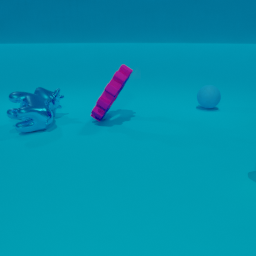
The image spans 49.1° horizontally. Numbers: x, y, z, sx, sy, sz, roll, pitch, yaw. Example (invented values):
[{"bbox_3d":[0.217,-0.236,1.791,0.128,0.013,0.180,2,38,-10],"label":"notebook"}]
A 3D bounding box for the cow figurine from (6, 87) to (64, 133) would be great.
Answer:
[{"bbox_3d":[-2.332,-0.522,7.546,1.669,0.931,1.696,-3,32,-39],"label":"cow figurine"}]

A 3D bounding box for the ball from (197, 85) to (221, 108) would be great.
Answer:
[{"bbox_3d":[2.629,-1.021,9.108,0.752,0.752,0.752,0,18,0],"label":"ball"}]

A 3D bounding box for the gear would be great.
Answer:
[{"bbox_3d":[-0.449,-0.958,7.725,0.308,1.664,1.664,33,20,-3],"label":"gear"}]
